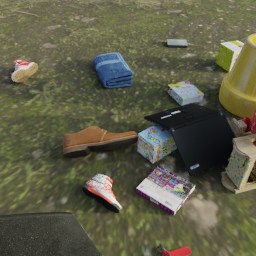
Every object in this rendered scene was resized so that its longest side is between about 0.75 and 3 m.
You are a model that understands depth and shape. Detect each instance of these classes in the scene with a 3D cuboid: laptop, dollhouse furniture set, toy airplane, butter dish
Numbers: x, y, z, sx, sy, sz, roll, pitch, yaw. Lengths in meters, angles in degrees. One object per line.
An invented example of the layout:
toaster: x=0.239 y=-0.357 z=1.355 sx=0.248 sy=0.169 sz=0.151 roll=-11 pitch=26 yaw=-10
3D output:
laptop: x=1.993 y=0.205 z=8.805 sx=2.067 sy=1.205 sz=2.333 roll=-17 pitch=24 yaw=-24
dollhouse furniture set: x=3.126 y=0.195 z=7.778 sx=1.305 sy=2.346 sz=2.075 roll=-11 pitch=40 yaw=-14
toy airplane: x=0.973 y=2.985 z=6.033 sx=1.151 sy=0.212 sz=1.151 roll=0 pitch=39 yaw=0
butter dish: x=4.336 y=-0.049 z=8.467 sx=1.710 sy=2.307 sz=2.313 roll=4 pitch=38 yaw=36

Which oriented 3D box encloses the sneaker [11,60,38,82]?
sneaker: x=-4.931 y=-2.569 z=12.587 sx=0.953 sy=0.604 sz=1.695 roll=15 pitch=34 yaw=11

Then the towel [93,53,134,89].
towel: x=-0.723 y=-2.709 z=12.743 sx=1.444 sy=0.628 sz=2.586 roll=-11 pitch=40 yaw=-12

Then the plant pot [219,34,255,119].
plant pot: x=4.970 y=-1.987 z=10.366 sx=2.669 sy=2.511 sz=2.669 roll=1 pitch=39 yaw=-1

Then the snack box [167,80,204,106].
snack box: x=2.299 y=-1.426 z=11.341 sx=0.991 sy=0.398 sz=1.176 roll=-15 pitch=43 yaw=-19

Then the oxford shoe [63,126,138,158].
oxford shoe: x=-0.831 y=0.294 z=8.675 sx=2.397 sy=0.855 sz=0.854 roll=-7 pitch=65 yaw=-9

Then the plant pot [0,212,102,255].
plant pot: x=-1.599 y=2.960 z=4.307 sx=2.475 sy=2.784 sz=2.790 roll=-15 pitch=40 yaw=-37

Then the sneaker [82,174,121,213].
sneaker: x=-0.548 y=1.683 z=7.466 sx=1.286 sy=0.429 sz=0.689 roll=23 pitch=47 yaw=30

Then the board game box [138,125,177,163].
board game box: x=1.085 y=0.352 z=8.851 sx=1.452 sy=0.748 sz=0.761 roll=-27 pitch=46 yaw=-30

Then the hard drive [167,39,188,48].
hard drive: x=2.718 y=-4.700 z=15.561 sx=1.106 sy=0.182 sz=0.772 roll=2 pitch=39 yaw=2

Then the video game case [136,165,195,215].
video game case: x=1.030 y=1.656 z=7.667 sx=1.219 sy=0.218 sz=1.105 roll=26 pitch=46 yaw=28

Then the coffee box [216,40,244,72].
coffee box: x=4.980 y=-3.392 z=13.235 sx=1.050 sy=1.060 sz=1.062 roll=-14 pitch=41 yaw=-17
